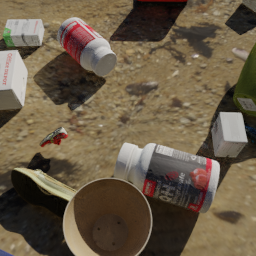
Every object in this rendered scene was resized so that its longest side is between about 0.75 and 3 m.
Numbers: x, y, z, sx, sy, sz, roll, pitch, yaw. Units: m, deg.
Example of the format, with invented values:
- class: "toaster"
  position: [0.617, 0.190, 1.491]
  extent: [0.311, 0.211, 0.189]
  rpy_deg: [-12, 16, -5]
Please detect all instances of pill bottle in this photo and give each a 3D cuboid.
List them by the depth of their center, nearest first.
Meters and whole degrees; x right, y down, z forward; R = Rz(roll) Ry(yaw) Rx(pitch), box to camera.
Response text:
- class: "pill bottle"
  position: [1.141, 1.414, 8.654]
  extent: [2.954, 1.635, 1.635]
  rpy_deg: [15, 59, 10]
- class: "pill bottle"
  position: [-1.691, -3.363, 11.744]
  extent: [1.460, 1.460, 2.601]
  rpy_deg: [-35, 64, -20]

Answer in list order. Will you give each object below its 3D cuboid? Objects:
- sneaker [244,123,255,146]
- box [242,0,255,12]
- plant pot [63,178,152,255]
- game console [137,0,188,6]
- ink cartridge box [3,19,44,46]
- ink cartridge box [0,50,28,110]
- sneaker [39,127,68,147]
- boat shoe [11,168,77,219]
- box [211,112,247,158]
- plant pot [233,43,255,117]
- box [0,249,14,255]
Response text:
- class: "sneaker"
  position: [4.544, 0.228, 10.122]
  extent: [0.448, 0.401, 1.095]
  rpy_deg: [-32, 63, -19]
- class: "box"
  position: [6.694, -6.763, 13.970]
  extent: [1.295, 1.289, 1.110]
  rpy_deg: [-30, 63, -17]
- class: "plant pot"
  position: [-0.532, 2.762, 7.860]
  extent: [2.294, 1.540, 2.294]
  rpy_deg: [0, 57, -1]
- class: "game console"
  position: [1.738, -6.998, 13.984]
  extent: [2.574, 1.528, 2.218]
  rpy_deg: [1, 58, 0]
- class: "ink cartridge box"
  position: [-4.745, -4.361, 12.836]
  extent: [1.576, 0.662, 1.150]
  rpy_deg: [-1, 58, 0]
- class: "ink cartridge box"
  position: [-5.633, -1.806, 10.895]
  extent: [2.940, 1.240, 2.147]
  rpy_deg: [-6, 58, -4]
- class: "sneaker"
  position: [-2.559, 0.433, 9.615]
  extent: [1.174, 0.498, 0.452]
  rpy_deg: [-28, 20, 24]
- class: "boat shoe"
  position: [-2.506, 1.940, 8.819]
  extent: [2.649, 0.966, 0.833]
  rpy_deg: [19, 22, 19]
- class: "box"
  position: [3.451, 0.252, 9.656]
  extent: [0.764, 1.163, 1.169]
  rpy_deg: [2, 58, 1]
- class: "plant pot"
  position: [5.226, -1.794, 10.442]
  extent: [2.514, 2.514, 2.687]
  rpy_deg: [36, 79, 20]
- class: "box"
  position: [-3.660, 4.216, 7.627]
  extent: [2.619, 0.424, 1.587]
  rpy_deg: [18, 60, 13]
